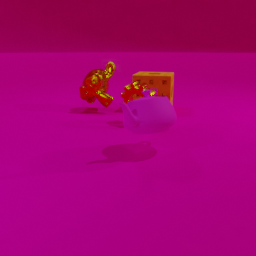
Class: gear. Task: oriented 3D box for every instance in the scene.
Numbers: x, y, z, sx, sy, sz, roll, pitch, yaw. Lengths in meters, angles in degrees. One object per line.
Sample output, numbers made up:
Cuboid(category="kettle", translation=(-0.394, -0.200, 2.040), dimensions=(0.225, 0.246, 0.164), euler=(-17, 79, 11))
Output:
Cuboid(category="gear", translation=(0.325, -0.673, 7.566), dimensions=(1.170, 1.170, 0.216), euler=(13, 36, 37))

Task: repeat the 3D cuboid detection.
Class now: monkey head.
Cuboid(category="monkey head", translation=(-0.927, -1.287, 9.219), dimensions=(1.256, 1.747, 1.052), euler=(39, 28, 1))

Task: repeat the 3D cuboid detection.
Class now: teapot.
Cuboid(category="teapot", translation=(0.374, -0.323, 5.499), dimensions=(1.062, 0.837, 1.709), euler=(-3, 7, 38))

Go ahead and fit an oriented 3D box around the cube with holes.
Cuboid(category="cube with holes", translation=(0.856, -1.199, 9.335), dimensions=(1.211, 1.211, 1.211), euler=(4, 17, 12))
